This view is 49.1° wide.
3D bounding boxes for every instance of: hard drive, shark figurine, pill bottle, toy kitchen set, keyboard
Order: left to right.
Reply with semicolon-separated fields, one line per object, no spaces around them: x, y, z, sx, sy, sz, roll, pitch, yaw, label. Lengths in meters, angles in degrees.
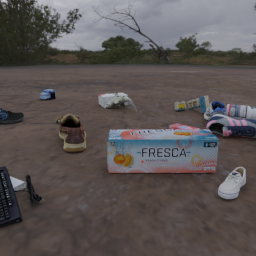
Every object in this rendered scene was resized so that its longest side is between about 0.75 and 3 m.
-3.156;1.342;6.624;1.243;0.163;0.820;11;20;30;hard drive
-2.595;1.358;6.044;1.270;0.206;1.998;-7;27;-29;keyboard
-0.216;-1.297;14.783;1.892;0.790;1.130;3;49;35;shark figurine
3.174;-1.029;13.972;1.124;0.827;1.404;-8;-3;-23;toy kitchen set
4.928;-0.599;12.143;1.282;0.767;0.767;8;18;20;pill bottle

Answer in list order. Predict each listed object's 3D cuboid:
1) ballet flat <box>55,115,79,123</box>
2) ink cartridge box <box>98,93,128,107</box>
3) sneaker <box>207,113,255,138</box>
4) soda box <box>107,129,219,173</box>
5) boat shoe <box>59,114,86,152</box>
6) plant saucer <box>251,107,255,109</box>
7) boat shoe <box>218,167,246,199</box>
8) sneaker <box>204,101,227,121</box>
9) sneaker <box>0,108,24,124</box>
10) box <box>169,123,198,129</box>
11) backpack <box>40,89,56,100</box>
-2.635;-0.338;12.097;1.038;0.352;0.376;0;38;0;ballet flat
-0.832;-1.594;15.756;1.455;0.603;1.068;-6;17;-19;ink cartridge box
3.932;0.089;10.201;2.192;0.769;0.899;12;38;39;sneaker
0.883;0.606;7.627;2.887;0.987;0.918;0;16;0;soda box
-1.958;-0.034;9.835;0.974;0.972;2.700;-4;17;-12;boat shoe
6.209;-0.622;13.078;2.039;0.279;2.039;-1;17;0;plant saucer
2.457;1.229;6.513;0.444;0.438;1.254;14;21;39;boat shoe
3.890;-0.728;12.198;0.882;0.975;2.290;1;16;4;sneaker
-5.366;-0.549;12.048;1.751;0.717;0.641;-11;19;-34;sneaker
1.961;0.214;9.838;1.002;0.514;0.474;17;24;42;box
-5.048;-2.062;17.418;0.872;0.587;0.796;-17;24;-41;backpack
